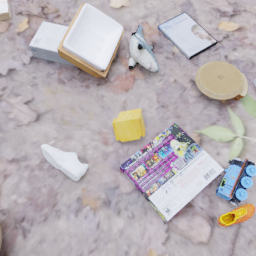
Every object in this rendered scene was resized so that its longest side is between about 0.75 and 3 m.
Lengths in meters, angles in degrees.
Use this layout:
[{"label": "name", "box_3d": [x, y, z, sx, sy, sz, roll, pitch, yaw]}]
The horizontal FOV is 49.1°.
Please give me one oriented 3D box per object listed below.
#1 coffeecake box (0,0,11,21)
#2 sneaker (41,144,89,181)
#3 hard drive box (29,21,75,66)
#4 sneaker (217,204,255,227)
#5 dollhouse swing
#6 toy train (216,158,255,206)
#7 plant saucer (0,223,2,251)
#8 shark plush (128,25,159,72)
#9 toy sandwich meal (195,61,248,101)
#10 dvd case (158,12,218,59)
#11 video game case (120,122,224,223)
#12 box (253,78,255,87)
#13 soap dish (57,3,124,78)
[{"label": "coffeecake box", "box_3d": [-6.054, -5.610, 13.209, 0.865, 0.412, 1.127, -13, 64, -7]}, {"label": "sneaker", "box_3d": [-2.189, 1.048, 9.762, 1.803, 0.679, 0.798, 36, 56, 10]}, {"label": "hard drive box", "box_3d": [-2.953, -3.619, 12.003, 1.924, 0.739, 1.500, 14, 64, 7]}, {"label": "sneaker", "box_3d": [3.490, 2.783, 8.863, 1.363, 0.526, 0.497, -22, 64, -13]}, {"label": "dollhouse swing", "box_3d": [0.100, -0.119, 10.327, 1.069, 0.940, 0.972, -11, 100, 16]}, {"label": "toy train", "box_3d": [3.589, 1.707, 9.247, 0.928, 0.704, 1.625, 26, 74, 15]}, {"label": "plant saucer", "box_3d": [-5.021, 3.595, 7.994, 2.961, 0.436, 2.961, -10, 51, 13]}, {"label": "shark plush", "box_3d": [0.611, -3.419, 12.125, 1.143, 1.247, 2.745, 8, 40, -18]}, {"label": "toy sandwich meal", "box_3d": [3.674, -1.808, 11.154, 2.079, 0.712, 2.079, -2, 62, 3]}, {"label": "dvd case", "box_3d": [2.671, -4.214, 12.616, 1.639, 0.202, 2.298, -32, 67, -15]}, {"label": "video game case", "box_3d": [1.473, 1.416, 9.574, 2.650, 0.475, 2.402, -37, 69, -17]}, {"label": "box", "box_3d": [5.871, -1.800, 11.123, 1.344, 0.655, 0.836, -11, 63, -5]}, {"label": "soap dish", "box_3d": [-1.484, -3.499, 11.406, 2.080, 1.074, 2.643, 28, 62, -18]}]
